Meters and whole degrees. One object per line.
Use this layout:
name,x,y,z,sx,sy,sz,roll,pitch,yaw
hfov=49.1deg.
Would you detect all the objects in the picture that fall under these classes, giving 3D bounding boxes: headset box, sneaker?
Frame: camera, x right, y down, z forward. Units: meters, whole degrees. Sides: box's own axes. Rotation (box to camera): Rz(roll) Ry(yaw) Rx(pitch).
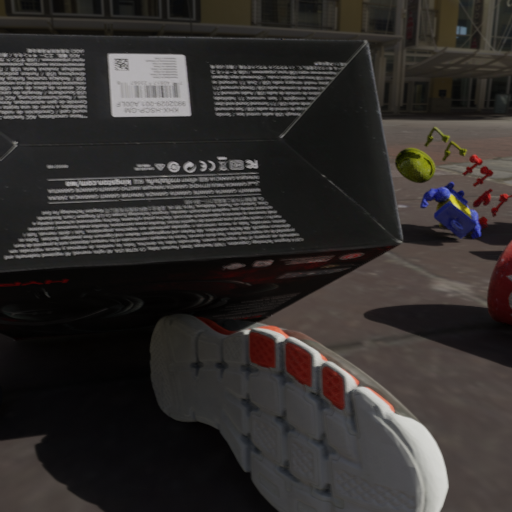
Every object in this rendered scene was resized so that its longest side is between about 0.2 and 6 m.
headset box,-0.921,-0.196,4.749,2.763,1.434,3.713,-4,-13,-14
sneaker,0.275,0.890,3.881,1.104,1.039,2.695,0,10,-37

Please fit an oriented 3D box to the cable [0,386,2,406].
cable,-2.681,1.203,4.101,1.286,0.400,1.576,-1,18,15

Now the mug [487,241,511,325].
mug,3.372,0.415,5.557,1.366,1.027,1.539,-14,25,-33

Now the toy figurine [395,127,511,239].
toy figurine,3.366,-0.982,9.479,2.136,1.127,1.280,37,41,-14
